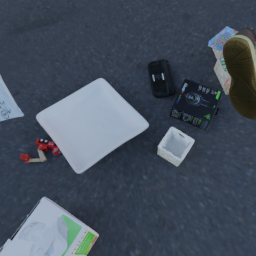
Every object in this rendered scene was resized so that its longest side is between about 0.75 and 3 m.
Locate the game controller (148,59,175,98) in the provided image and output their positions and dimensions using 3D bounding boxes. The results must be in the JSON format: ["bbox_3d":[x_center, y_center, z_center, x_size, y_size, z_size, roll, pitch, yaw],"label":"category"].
[{"bbox_3d":[1.317,-1.993,11.163,0.901,0.364,1.726,-12,65,10],"label":"game controller"}]

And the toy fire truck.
[{"bbox_3d":[-3.006,0.853,9.812,1.272,0.310,0.897,12,66,4],"label":"toy fire truck"}]

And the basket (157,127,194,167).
[{"bbox_3d":[1.620,0.653,9.653,0.944,0.766,0.953,32,70,14],"label":"basket"}]

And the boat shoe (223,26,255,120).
[{"bbox_3d":[3.192,-1.325,7.269,0.887,2.736,1.002,-46,47,-16],"label":"boat shoe"}]

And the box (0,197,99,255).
[{"bbox_3d":[-2.274,3.590,7.275,1.435,2.618,2.967,30,68,13],"label":"box"}]

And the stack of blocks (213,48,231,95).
[{"bbox_3d":[4.178,-2.565,11.183,1.323,0.673,2.298,-12,66,-6],"label":"stack of blocks"}]

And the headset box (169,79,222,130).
[{"bbox_3d":[2.550,-0.847,10.361,1.585,0.735,1.380,24,68,11],"label":"headset box"}]

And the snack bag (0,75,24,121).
[{"bbox_3d":[-2.845,-0.620,5.934,1.104,1.041,0.118,-9,28,25],"label":"snack bag"}]

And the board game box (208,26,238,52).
[{"bbox_3d":[3.602,-2.884,9.606,1.327,1.004,0.243,19,73,-15],"label":"board game box"}]

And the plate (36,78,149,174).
[{"bbox_3d":[-1.284,-0.166,9.982,2.974,0.482,2.981,-34,62,-18],"label":"plate"}]
